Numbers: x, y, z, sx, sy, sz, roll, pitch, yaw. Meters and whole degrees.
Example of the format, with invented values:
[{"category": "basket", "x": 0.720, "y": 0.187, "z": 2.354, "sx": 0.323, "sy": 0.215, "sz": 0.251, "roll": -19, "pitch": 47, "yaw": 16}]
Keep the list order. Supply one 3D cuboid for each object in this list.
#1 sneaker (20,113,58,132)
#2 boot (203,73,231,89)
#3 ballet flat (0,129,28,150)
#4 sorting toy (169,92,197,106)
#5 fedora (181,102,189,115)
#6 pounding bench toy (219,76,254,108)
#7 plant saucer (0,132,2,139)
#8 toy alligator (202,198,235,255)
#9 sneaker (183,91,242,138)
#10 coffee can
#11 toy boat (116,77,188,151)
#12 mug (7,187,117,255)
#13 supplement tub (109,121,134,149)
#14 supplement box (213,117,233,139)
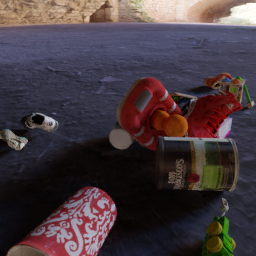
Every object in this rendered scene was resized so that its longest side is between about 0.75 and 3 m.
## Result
[{"category": "sneaker", "x": -3.578, "y": -0.324, "z": 10.718, "sx": 1.789, "sy": 0.792, "sz": 0.663, "roll": 5, "pitch": 69, "yaw": 28}, {"category": "boot", "x": 5.270, "y": -2.639, "z": 15.930, "sx": 1.715, "sy": 0.643, "sz": 0.919, "roll": -18, "pitch": 34, "yaw": -15}, {"category": "ballet flat", "x": -3.746, "y": 0.467, "z": 9.267, "sx": 0.445, "sy": 1.311, "sz": 0.494, "roll": -19, "pitch": 68, "yaw": 4}, {"category": "sorting toy", "x": 1.530, "y": -1.040, "z": 10.120, "sx": 1.600, "sy": 0.214, "sz": 1.192, "roll": 6, "pitch": -11, "yaw": -35}, {"category": "fedora", "x": 2.423, "y": -0.517, "z": 11.268, "sx": 0.704, "sy": 1.542, "sz": 1.542, "roll": 44, "pitch": 40, "yaw": 8}, {"category": "pounding bench toy", "x": 5.190, "y": -1.726, "z": 13.255, "sx": 1.647, "sy": 1.284, "sz": 1.023, "roll": 13, "pitch": 29, "yaw": 25}, {"category": "plant saucer", "x": -4.713, "y": 0.015, "z": 9.426, "sx": 0.200, "sy": 1.132, "sz": 1.132, "roll": -45, "pitch": 39, "yaw": -6}, {"category": "toy alligator", "x": 1.889, "y": 2.319, "z": 6.012, "sx": 0.563, "sy": 0.615, "sz": 2.073, "roll": -34, "pitch": 12, "yaw": 28}, {"category": "sneaker", "x": 2.819, "y": -0.386, "z": 9.287, "sx": 1.716, "sy": 1.164, "sz": 2.971, "roll": -26, "pitch": 29, "yaw": 32}, {"category": "coffee can", "x": 1.788, "y": 0.967, "z": 7.658, "sx": 1.986, "sy": 1.453, "sz": 1.453, "roll": 1, "pitch": 26, "yaw": 2}, {"category": "toy boat", "x": 1.070, "y": -0.222, "z": 8.800, "sx": 1.822, "sy": 2.788, "sz": 1.819, "roll": 28, "pitch": 81, "yaw": 40}, {"category": "mug", "x": -1.317, "y": 2.098, "z": 5.584, "sx": 1.803, "sy": 1.355, "sz": 2.031, "roll": 12, "pitch": 26, "yaw": 19}, {"category": "supplement tub", "x": -0.104, "y": 0.096, "z": 10.096, "sx": 0.841, "sy": 0.841, "sz": 1.372, "roll": 6, "pitch": 28, "yaw": 12}, {"category": "supplement box", "x": 3.284, "y": 0.053, "z": 10.387, "sx": 0.676, "sy": 0.662, "sz": 1.308, "roll": 19, "pitch": 32, "yaw": 33}]
